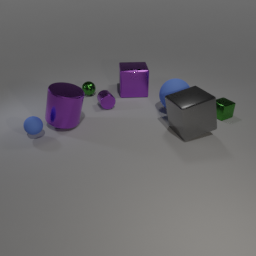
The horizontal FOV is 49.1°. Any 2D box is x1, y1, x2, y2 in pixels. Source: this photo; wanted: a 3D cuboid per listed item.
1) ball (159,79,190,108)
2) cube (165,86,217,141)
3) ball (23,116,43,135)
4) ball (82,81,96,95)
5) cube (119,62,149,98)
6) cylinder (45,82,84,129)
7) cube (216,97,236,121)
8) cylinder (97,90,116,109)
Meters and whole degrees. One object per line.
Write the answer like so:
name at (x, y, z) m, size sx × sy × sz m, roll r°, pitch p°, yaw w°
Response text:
ball at (2.073, -1.461, 12.282) m, size 1.400 × 1.400 × 1.400 m, roll 0°, pitch 30°, yaw 0°
cube at (2.404, -0.598, 10.735) m, size 1.400 × 1.400 × 1.400 m, roll -20°, pitch 31°, yaw -11°
ball at (-3.553, -0.095, 10.512) m, size 0.700 × 0.700 × 0.700 m, roll 0°, pitch 30°, yaw 0°
ball at (-1.970, -1.992, 14.050) m, size 0.700 × 0.700 × 0.700 m, roll 0°, pitch 30°, yaw 0°
cube at (0.275, -2.460, 14.202) m, size 1.400 × 1.400 × 1.400 m, roll -2°, pitch 30°, yaw -3°
cylinder at (-2.538, -0.908, 11.190) m, size 1.400 × 1.400 × 1.400 m, roll 12°, pitch 30°, yaw -7°
cube at (4.086, -0.826, 12.109) m, size 0.700 × 0.700 × 0.700 m, roll -17°, pitch 35°, yaw -27°
cylinder at (-1.003, -1.312, 12.894) m, size 0.700 × 0.700 × 0.700 m, roll -11°, pitch 31°, yaw -17°
